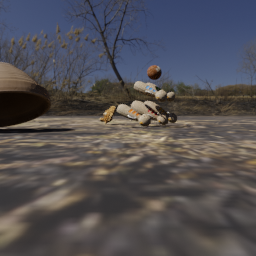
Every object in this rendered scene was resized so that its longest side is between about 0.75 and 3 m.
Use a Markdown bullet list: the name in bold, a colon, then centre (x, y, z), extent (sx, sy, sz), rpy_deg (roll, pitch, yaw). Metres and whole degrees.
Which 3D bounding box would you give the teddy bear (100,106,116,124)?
- **teddy bear**: centre (-0.796, -0.573, 11.234), extent (0.795, 0.366, 1.096), rpy_deg (-24, 22, 31)

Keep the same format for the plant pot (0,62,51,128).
- **plant pot**: centre (-3.254, -0.887, 7.067), extent (2.413, 1.114, 2.413), rpy_deg (-14, -12, -3)

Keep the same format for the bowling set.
- **bowling set**: centre (0.913, -0.993, 8.918), extent (1.350, 1.750, 2.515), rpy_deg (28, 22, 21)
